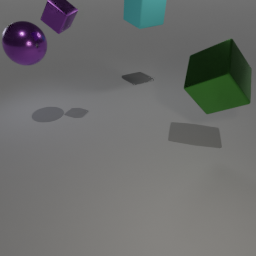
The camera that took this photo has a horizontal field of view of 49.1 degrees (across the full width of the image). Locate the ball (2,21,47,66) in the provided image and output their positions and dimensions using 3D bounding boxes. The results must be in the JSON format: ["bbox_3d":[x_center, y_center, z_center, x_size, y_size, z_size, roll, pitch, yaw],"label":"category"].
[{"bbox_3d":[-3.374,-2.764,9.192,1.400,1.400,1.400,0,29,0],"label":"ball"}]

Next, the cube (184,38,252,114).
[{"bbox_3d":[2.691,-1.472,8.325,1.400,1.400,1.400,-15,48,42],"label":"cube"}]

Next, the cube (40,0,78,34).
[{"bbox_3d":[-2.071,-3.421,8.456,0.700,0.700,0.700,38,42,-6],"label":"cube"}]

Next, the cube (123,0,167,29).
[{"bbox_3d":[0.751,-5.532,12.786,1.400,1.400,1.400,-20,46,-26],"label":"cube"}]
